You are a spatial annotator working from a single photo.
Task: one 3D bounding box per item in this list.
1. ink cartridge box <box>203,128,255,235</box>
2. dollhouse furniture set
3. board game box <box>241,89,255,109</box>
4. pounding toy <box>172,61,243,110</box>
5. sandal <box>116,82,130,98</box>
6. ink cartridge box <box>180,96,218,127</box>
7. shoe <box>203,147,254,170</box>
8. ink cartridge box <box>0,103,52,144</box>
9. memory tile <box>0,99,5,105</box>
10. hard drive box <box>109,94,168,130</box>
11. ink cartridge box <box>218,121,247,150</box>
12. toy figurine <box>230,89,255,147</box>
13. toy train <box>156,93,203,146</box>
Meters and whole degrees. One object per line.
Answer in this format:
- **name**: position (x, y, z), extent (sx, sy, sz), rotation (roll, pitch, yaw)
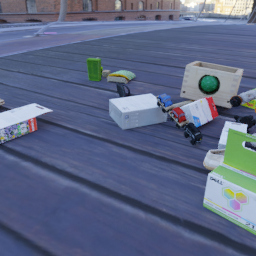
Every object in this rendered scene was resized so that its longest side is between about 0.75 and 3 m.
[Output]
- **ink cartridge box**: position (2.560, 1.150, 6.210), extent (1.418, 1.919, 0.727), rotation (23, 35, 38)
- **dollhouse furniture set**: position (-0.918, -3.446, 16.183), extent (2.451, 1.230, 1.605), rotation (9, 28, 17)
- **board game box**: position (5.942, -1.400, 12.997), extent (1.778, 0.423, 0.903), rotation (-20, 33, -34)
- **pounding toy**: position (3.445, -1.730, 12.471), extent (2.591, 2.001, 2.814), rotation (16, 23, 21)
- **sandal**: position (-0.194, -1.802, 13.434), extent (0.472, 0.742, 1.974), rotation (-8, 27, -8)
- **ink cartridge box**: position (2.755, -0.609, 10.779), extent (1.533, 0.890, 0.515), rotation (-21, 3, -38)
- **shoe**: position (3.289, 0.901, 8.239), extent (2.074, 0.553, 0.725), rotation (-2, 27, -3)
- **ink cartridge box**: position (-4.126, -0.217, 10.454), extent (1.297, 0.599, 2.380), rotation (21, 32, 35)
- **memory tile**: position (-6.647, -0.868, 11.790), extent (2.546, 0.214, 1.952), rotation (-19, 20, -33)
- **hard drive box**: position (0.395, -0.706, 11.228), extent (1.931, 0.741, 1.505), rotation (-10, 29, -20)
- **ink cartridge box**: position (3.550, 0.320, 9.436), extent (0.773, 0.357, 1.419), rotation (11, 36, 22)
- **toy figurine**: position (4.248, -0.365, 9.498), extent (1.210, 1.712, 1.739), rotation (-19, 31, -19)
- **toy train**: position (1.743, -0.407, 9.835), extent (0.431, 0.578, 2.526), rotation (-22, 54, -21)
